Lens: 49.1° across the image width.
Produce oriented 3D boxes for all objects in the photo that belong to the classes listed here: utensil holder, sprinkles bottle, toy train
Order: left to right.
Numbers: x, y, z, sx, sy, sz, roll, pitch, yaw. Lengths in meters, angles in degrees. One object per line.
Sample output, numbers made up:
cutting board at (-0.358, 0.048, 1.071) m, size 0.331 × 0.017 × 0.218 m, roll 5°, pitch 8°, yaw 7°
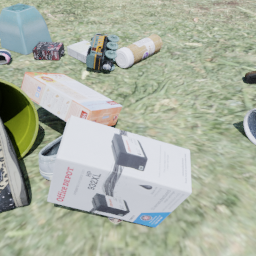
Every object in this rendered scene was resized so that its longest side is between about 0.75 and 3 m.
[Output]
toy train at (-0.979, -3.012, 10.906) m, size 1.141 × 0.853 × 2.001 m, roll 10°, pitch 50°, yaw -7°
sprinkles bottle at (0.475, -3.165, 11.429) m, size 0.768 × 0.768 × 2.252 m, roll 29°, pitch 47°, yaw 31°
utensil holder at (3.959, -0.150, 7.549) m, size 1.230 × 1.045 × 1.045 m, roll -16°, pitch 42°, yaw -23°

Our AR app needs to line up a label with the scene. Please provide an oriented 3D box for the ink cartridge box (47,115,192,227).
ink cartridge box at (-0.208, 0.871, 5.052) m, size 2.197 × 1.594 × 0.920 m, roll 16°, pitch 48°, yaw -9°

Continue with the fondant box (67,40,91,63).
fondant box at (-1.741, -3.198, 11.766) m, size 1.377 × 0.401 × 0.994 m, roll 32°, pitch 49°, yaw 32°

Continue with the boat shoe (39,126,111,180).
boat shoe at (-1.224, 0.342, 7.041) m, size 0.826 × 0.843 × 2.368 m, roll 24°, pitch 43°, yaw 29°

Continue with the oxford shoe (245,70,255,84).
oxford shoe at (4.918, -1.912, 10.124) m, size 1.343 × 0.488 × 0.567 m, roll 3°, pitch 38°, yaw 3°

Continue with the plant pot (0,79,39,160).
plant pot at (-3.774, -0.419, 7.138) m, size 2.347 × 2.347 × 2.260 m, roll -22°, pitch 33°, yaw -24°

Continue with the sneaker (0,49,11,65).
sneaker at (-5.528, -2.740, 11.042) m, size 1.719 × 0.603 × 0.705 m, roll -12°, pitch 38°, yaw -13°

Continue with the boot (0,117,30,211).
boot at (-3.573, 0.827, 6.123) m, size 2.122 × 1.014 × 2.810 m, roll -21°, pitch 58°, yaw -22°

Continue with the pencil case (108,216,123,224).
pencil case at (-0.151, 1.546, 5.939) m, size 0.348 × 0.400 × 0.894 m, roll 9°, pitch 40°, yaw 11°

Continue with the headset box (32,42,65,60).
headset box at (-3.260, -3.238, 11.769) m, size 1.204 × 0.452 × 0.895 m, roll 2°, pitch 39°, yaw 3°

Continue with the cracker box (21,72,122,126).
cracker box at (-1.461, -0.739, 7.335) m, size 2.216 × 0.639 × 1.485 m, roll 29°, pitch 20°, yaw 21°

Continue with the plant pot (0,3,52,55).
plant pot at (-4.602, -4.440, 12.284) m, size 1.646 × 1.681 × 1.651 m, roll 21°, pitch 44°, yaw 23°
